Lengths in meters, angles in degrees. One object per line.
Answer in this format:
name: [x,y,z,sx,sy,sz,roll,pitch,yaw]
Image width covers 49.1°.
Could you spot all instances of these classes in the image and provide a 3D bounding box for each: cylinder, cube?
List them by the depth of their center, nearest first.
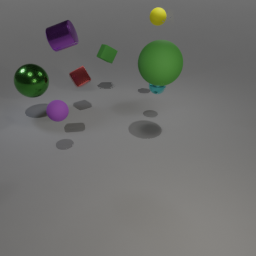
cylinder: [-1.882,-2.635,8.027,0.700,0.700,0.700,-16,28,10]
cube: [-2.102,-2.204,12.293,0.700,0.700,0.700,-32,6,-9]
cube: [-1.071,-3.776,14.245,0.700,0.700,0.700,22,8,-30]

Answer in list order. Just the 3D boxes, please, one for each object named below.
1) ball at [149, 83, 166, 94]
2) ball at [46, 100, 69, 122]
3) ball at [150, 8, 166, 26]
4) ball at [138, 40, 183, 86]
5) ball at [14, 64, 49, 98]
ball: [1.199,-1.731,11.456,0.700,0.700,0.700,0,29,0]
ball: [-2.261,-0.555,9.000,0.700,0.700,0.700,0,29,0]
ball: [1.248,-4.635,11.670,0.700,0.700,0.700,0,29,0]
ball: [1.005,-2.013,8.709,1.400,1.400,1.400,0,29,0]
ball: [-4.007,-1.963,11.656,1.400,1.400,1.400,0,29,0]
